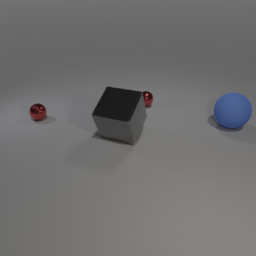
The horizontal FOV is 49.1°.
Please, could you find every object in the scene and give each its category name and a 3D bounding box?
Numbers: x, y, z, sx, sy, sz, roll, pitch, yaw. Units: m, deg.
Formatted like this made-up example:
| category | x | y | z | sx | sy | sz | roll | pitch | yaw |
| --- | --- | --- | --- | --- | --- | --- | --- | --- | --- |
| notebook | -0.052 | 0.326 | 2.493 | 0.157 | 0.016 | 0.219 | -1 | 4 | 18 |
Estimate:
| category | x | y | z | sx | sy | sz | roll | pitch | yaw |
| --- | --- | --- | --- | --- | --- | --- | --- | --- | --- |
| ball | 4.084 | -0.682 | 10.940 | 1.400 | 1.400 | 1.400 | 0 | 29 | 0 |
| ball | -3.752 | -0.679 | 11.677 | 0.700 | 0.700 | 0.700 | 0 | 29 | 0 |
| ball | 0.821 | -1.349 | 12.861 | 0.700 | 0.700 | 0.700 | 0 | 29 | 0 |
| cube | -0.256 | -0.446 | 10.065 | 1.400 | 1.400 | 1.400 | 11 | 57 | 20 |
